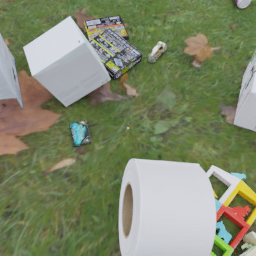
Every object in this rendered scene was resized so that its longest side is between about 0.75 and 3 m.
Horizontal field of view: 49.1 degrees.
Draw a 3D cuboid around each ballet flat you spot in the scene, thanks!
[{"bbox_3d":[1.225,-3.182,11.346,0.444,0.493,1.310,24,60,21],"label":"ballet flat"}]

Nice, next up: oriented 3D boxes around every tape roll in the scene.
[{"bbox_3d":[0.745,1.910,6.442,1.591,2.317,2.317,5,56,-10],"label":"tape roll"}]

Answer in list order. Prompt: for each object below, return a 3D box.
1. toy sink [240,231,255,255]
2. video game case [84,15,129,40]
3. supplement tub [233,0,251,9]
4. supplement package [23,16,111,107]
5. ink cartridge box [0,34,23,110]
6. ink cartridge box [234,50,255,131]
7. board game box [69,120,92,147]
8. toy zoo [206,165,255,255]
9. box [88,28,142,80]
[{"bbox_3d":[3.158,3.316,6.937,0.657,0.764,1.172,-27,62,-16],"label":"toy sink"},{"bbox_3d":[-0.957,-4.276,12.234,1.675,0.214,1.514,-13,58,-9],"label":"video game case"},{"bbox_3d":[5.314,-6.148,13.200,0.634,0.634,0.903,-11,58,-7],"label":"supplement tub"},{"bbox_3d":[-2.002,-2.150,9.425,1.916,2.004,1.474,-31,58,5],"label":"supplement package"},{"bbox_3d":[-4.415,-2.461,9.271,0.603,2.972,2.966,-18,56,-10],"label":"ink cartridge box"},{"bbox_3d":[4.461,-1.357,9.376,1.033,1.789,2.450,18,58,12],"label":"ink cartridge box"},{"bbox_3d":[-1.602,0.175,9.373,0.602,0.125,0.891,-14,58,-9],"label":"board game box"},{"bbox_3d":[2.583,2.260,7.909,1.786,0.279,2.723,38,65,22],"label":"toy zoo"},{"bbox_3d":[-0.637,-2.972,11.118,1.917,0.424,1.536,42,67,16],"label":"box"}]
